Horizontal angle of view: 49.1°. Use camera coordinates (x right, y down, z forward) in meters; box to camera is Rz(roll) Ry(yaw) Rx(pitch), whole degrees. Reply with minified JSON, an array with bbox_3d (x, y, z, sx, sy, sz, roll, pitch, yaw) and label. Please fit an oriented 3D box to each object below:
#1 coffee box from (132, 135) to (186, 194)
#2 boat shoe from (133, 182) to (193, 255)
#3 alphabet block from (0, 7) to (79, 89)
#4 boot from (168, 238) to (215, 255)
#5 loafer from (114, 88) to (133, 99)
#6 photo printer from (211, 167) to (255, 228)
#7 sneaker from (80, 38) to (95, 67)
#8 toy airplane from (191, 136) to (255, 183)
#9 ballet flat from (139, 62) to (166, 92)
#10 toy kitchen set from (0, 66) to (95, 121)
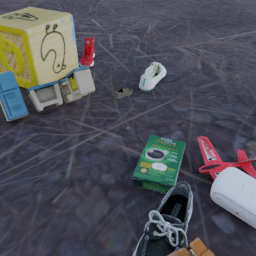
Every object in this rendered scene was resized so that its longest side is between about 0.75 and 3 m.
[{"bbox_3d":[0.962,1.029,8.283,1.211,0.433,1.969,11,38,14],"label":"coffee box"},{"bbox_3d":[0.856,2.281,6.146,1.005,0.929,2.721,20,41,25],"label":"boat shoe"},{"bbox_3d":[-4.307,-3.693,12.782,2.816,2.801,2.868,16,40,24],"label":"alphabet block"},{"bbox_3d":[1.068,3.053,4.889,2.141,0.789,1.657,-12,56,-40],"label":"boot"},{"bbox_3d":[-0.172,-1.521,11.866,0.923,0.322,0.347,-28,44,-32],"label":"loafer"},{"bbox_3d":[2.894,1.687,7.140,1.443,0.501,1.200,32,47,21],"label":"photo printer"},{"bbox_3d":[-2.145,-3.990,14.518,0.795,1.172,2.029,-3,36,-4],"label":"sneaker"},{"bbox_3d":[2.860,1.081,8.173,2.171,0.399,2.171,1,52,-1],"label":"toy airplane"},{"bbox_3d":[1.189,-2.542,12.847,0.874,0.874,2.518,14,38,18],"label":"ballet flat"},{"bbox_3d":[-3.027,-1.558,9.916,2.891,1.703,2.316,-22,7,-26],"label":"toy kitchen set"}]
